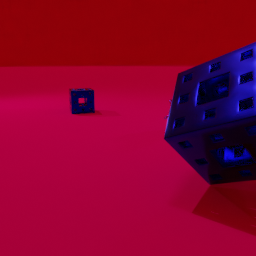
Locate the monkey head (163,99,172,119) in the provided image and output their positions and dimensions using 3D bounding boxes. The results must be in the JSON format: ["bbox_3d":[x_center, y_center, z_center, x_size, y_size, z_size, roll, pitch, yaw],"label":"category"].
[{"bbox_3d":[1.602,-0.456,7.444,1.445,0.871,1.039,11,-26,-31],"label":"monkey head"}]

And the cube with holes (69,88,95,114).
[{"bbox_3d":[-1.704,-1.006,10.286,0.828,0.828,0.828,-4,14,-16],"label":"cube with holes"}]

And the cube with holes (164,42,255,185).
[{"bbox_3d":[1.471,-0.129,3.897,1.266,1.266,1.266,-17,43,39],"label":"cube with holes"}]
